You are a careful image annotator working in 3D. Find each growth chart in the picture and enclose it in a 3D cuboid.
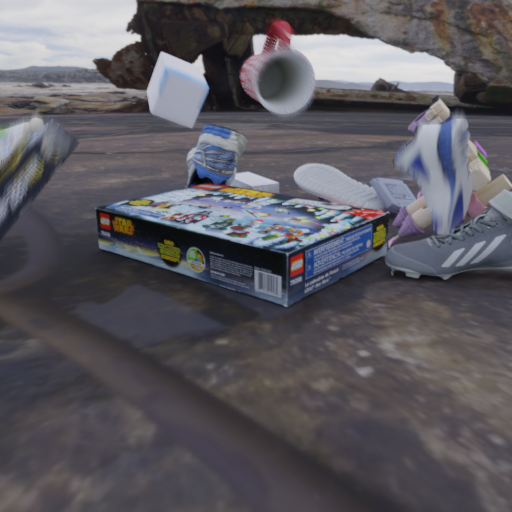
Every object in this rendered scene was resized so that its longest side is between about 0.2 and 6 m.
[{"bbox_3d":[-4.101,-1.200,7.481,2.191,0.268,3.027,-13,25,15],"label":"growth chart"}]

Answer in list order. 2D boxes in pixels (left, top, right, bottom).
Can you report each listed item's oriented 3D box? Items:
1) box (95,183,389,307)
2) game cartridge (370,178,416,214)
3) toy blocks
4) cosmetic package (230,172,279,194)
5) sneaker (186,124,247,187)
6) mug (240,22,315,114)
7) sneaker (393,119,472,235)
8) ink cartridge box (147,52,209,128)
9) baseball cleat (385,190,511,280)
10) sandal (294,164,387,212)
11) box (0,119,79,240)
[{"bbox_3d":[-0.302,-0.458,10.060,4.417,0.881,3.024,14,23,37],"label":"box"},{"bbox_3d":[3.241,-1.371,12.955,1.361,0.275,0.908,-3,54,-47],"label":"game cartridge"},{"bbox_3d":[3.445,-1.313,10.951,2.123,2.522,2.357,-38,8,30],"label":"toy blocks"},{"bbox_3d":[-0.156,-1.849,14.989,0.775,0.475,1.877,-8,20,-24],"label":"cosmetic package"},{"bbox_3d":[-1.165,-1.800,13.040,1.288,1.424,3.342,19,-14,-4],"label":"sneaker"},{"bbox_3d":[0.386,-3.315,10.042,1.058,1.408,1.586,27,11,-21],"label":"mug"},{"bbox_3d":[2.553,-1.226,8.172,0.968,1.675,0.677,18,41,41],"label":"sneaker"},{"bbox_3d":[-1.469,-3.081,10.270,0.809,0.830,1.291,16,30,-24],"label":"ink cartridge box"},{"bbox_3d":[3.424,-0.351,8.846,2.706,1.440,0.944,-1,23,2],"label":"baseball cleat"},{"bbox_3d":[1.967,-1.486,13.724,1.134,0.685,2.786,-29,44,-29],"label":"sandal"},{"bbox_3d":[-3.359,-1.020,7.833,1.666,0.507,2.067,-54,26,-14],"label":"box"}]
